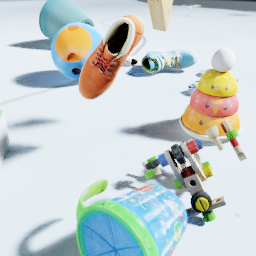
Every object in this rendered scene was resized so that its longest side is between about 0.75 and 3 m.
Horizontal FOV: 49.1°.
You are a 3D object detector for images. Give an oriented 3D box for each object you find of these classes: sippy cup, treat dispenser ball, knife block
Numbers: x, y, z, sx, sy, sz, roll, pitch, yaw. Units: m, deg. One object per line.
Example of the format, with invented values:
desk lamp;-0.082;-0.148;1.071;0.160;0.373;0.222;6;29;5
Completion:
sippy cup;0.207;1.790;4.909;1.674;2.132;1.563;-28;-6;42
treat dispenser ball;-2.210;-3.450;12.759;2.525;2.525;2.525;0;30;0
knife block;0.806;-3.403;7.671;0.434;1.357;1.191;19;23;24

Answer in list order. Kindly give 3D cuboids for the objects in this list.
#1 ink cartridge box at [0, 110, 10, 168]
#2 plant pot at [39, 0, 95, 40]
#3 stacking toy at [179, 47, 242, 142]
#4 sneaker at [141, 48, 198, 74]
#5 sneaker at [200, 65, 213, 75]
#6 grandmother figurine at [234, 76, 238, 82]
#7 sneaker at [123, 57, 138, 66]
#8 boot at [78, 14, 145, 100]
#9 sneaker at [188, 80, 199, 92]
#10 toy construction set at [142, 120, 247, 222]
ink cartridge box;-4.765;0.473;7.420;2.645;1.112;1.930;-5;31;-8
plant pot;-3.753;-6.655;18.192;2.701;2.875;2.875;34;43;22
stacking toy;2.653;-1.106;8.562;1.965;2.689;1.965;-1;30;0
sneaker;1.930;-3.205;13.768;2.737;1.088;1.787;3;27;24
sneaker;4.180;-2.934;13.833;1.442;0.507;0.578;-17;31;-25
grandmother figurine;4.691;-2.378;13.086;0.646;0.323;1.066;0;32;-20
sneaker;-0.157;-3.578;14.884;1.449;0.528;0.614;-6;28;-13
boot;-0.558;-1.620;6.725;0.925;2.464;1.321;34;22;-6
sneaker;3.058;-1.902;11.964;1.084;0.597;1.481;3;36;-4
toy construction set;1.751;1.023;6.342;2.266;1.741;1.890;-25;-9;-9
